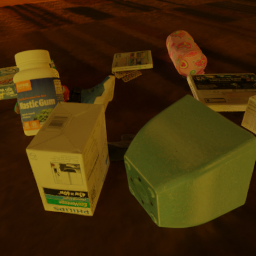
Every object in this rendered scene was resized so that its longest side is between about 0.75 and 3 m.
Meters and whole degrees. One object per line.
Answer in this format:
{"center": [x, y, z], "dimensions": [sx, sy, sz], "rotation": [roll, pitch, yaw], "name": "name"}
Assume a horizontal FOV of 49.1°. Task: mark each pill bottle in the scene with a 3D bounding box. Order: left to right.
{"center": [-2.494, -0.986, 7.905], "dimensions": [1.248, 2.227, 1.248], "rotation": [-10, 7, 1], "name": "pill bottle"}

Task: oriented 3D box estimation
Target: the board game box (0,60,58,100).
{"center": [-4.299, -1.650, 10.042], "dimensions": [2.986, 0.515, 2.021], "rotation": [-3, 32, 21], "name": "board game box"}

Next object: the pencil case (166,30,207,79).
{"center": [2.542, -3.325, 12.449], "dimensions": [1.300, 1.300, 2.974], "rotation": [-3, 36, -4], "name": "pencil case"}

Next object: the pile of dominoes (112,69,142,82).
{"center": [-0.028, -2.386, 11.851], "dimensions": [0.913, 0.186, 1.171], "rotation": [35, 49, 29], "name": "pile of dominoes"}

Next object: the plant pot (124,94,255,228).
{"center": [1.106, 0.871, 5.976], "dimensions": [2.069, 2.026, 2.031], "rotation": [-25, 42, -20], "name": "plant pot"}

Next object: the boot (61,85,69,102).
{"center": [-2.359, -1.315, 10.007], "dimensions": [0.531, 0.759, 1.416], "rotation": [-8, 35, -8], "name": "boot"}

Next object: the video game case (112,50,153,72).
{"center": [0.195, -2.938, 12.202], "dimensions": [1.683, 0.204, 1.849], "rotation": [-5, 32, 5], "name": "video game case"}

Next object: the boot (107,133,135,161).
{"center": [-0.184, 0.478, 7.816], "dimensions": [1.439, 0.487, 0.940], "rotation": [9, 31, -1], "name": "boot"}

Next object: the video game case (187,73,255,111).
{"center": [3.797, -1.380, 10.475], "dimensions": [2.735, 0.319, 2.487], "rotation": [-1, 36, 0], "name": "video game case"}

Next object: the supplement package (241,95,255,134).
{"center": [4.123, -0.433, 8.514], "dimensions": [0.782, 1.030, 0.776], "rotation": [-21, 40, -26], "name": "supplement package"}

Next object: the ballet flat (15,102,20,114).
{"center": [-3.246, -1.049, 9.856], "dimensions": [0.703, 0.659, 1.944], "rotation": [19, 32, -5], "name": "ballet flat"}

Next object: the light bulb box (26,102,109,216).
{"center": [-1.190, 0.654, 6.311], "dimensions": [1.138, 1.823, 1.807], "rotation": [4, 36, 9], "name": "light bulb box"}

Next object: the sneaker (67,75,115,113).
{"center": [-1.290, -1.180, 9.632], "dimensions": [1.371, 0.946, 2.465], "rotation": [10, 40, 5], "name": "sneaker"}
